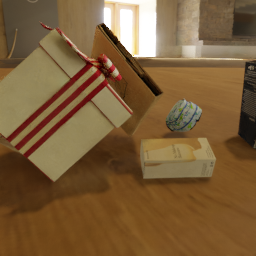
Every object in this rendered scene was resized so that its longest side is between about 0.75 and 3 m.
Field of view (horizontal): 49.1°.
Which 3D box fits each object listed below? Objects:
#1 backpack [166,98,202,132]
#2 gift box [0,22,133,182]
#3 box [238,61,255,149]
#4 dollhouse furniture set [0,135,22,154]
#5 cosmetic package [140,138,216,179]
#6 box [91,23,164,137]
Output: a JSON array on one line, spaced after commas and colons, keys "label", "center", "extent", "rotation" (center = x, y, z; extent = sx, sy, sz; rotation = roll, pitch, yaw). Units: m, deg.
[{"label": "backpack", "center": [1.501, -0.326, 7.567], "extent": [0.901, 0.956, 1.172], "rotation": [38, 1, -22]}, {"label": "gift box", "center": [-1.356, -0.703, 5.468], "extent": [2.235, 2.393, 2.208], "rotation": [-41, 21, 1]}, {"label": "box", "center": [4.111, -0.625, 7.067], "extent": [2.103, 2.067, 1.303], "rotation": [1, 15, 2]}, {"label": "dollhouse furniture set", "center": [-2.418, -0.108, 6.388], "extent": [0.781, 1.197, 1.130], "rotation": [10, -22, 35]}, {"label": "cosmetic package", "center": [0.954, 0.590, 5.599], "extent": [1.369, 0.487, 0.720], "rotation": [-2, 35, -4]}, {"label": "box", "center": [-0.237, -0.979, 6.818], "extent": [0.263, 2.022, 2.473], "rotation": [-35, -9, -24]}]
